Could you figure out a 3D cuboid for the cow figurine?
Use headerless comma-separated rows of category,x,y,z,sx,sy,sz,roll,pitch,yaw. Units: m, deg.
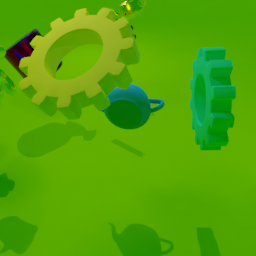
cow figurine,-2.675,-1.023,5.264,1.213,1.194,0.666,-33,5,29

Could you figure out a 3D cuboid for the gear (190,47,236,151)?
gear,1.337,-0.471,4.637,0.306,1.652,1.652,-2,36,2

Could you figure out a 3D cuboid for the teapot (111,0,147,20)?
teapot,0.012,-3.857,8.986,1.277,0.625,0.794,-16,31,19

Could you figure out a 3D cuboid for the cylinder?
cylinder,-2.687,-1.981,7.969,1.187,1.187,1.187,-28,29,17

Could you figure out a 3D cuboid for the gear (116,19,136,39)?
gear,-0.272,-2.354,7.523,1.056,1.056,0.195,25,25,30

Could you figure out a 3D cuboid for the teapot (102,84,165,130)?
teapot,-0.037,-0.442,5.241,1.430,0.889,0.700,3,40,14

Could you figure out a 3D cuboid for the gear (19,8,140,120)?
gear,-0.698,-0.937,3.902,1.687,0.312,1.687,-8,61,16
